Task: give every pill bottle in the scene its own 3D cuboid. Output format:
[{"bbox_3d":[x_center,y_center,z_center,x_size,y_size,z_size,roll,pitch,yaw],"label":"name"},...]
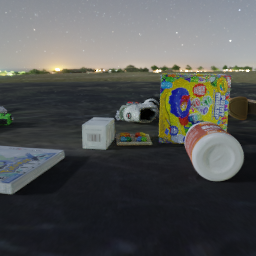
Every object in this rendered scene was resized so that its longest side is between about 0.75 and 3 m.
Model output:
[{"bbox_3d":[1.987,0.448,6.885,1.096,1.096,1.954,1,12,3],"label":"pill bottle"}]

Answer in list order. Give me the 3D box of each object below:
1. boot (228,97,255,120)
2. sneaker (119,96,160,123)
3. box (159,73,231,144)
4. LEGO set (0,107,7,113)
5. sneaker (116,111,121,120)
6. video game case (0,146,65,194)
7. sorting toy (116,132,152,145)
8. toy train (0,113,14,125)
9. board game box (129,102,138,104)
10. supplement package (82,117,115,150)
[{"bbox_3d":[5.109,-1.061,14.255,2.924,1.077,2.262,1,8,-38],"label":"boot"},{"bbox_3d":[0.997,-0.736,12.842,1.260,1.055,2.847,17,27,39],"label":"sneaker"},{"bbox_3d":[2.161,-0.697,9.461,2.157,2.239,1.366,2,12,7],"label":"box"},{"bbox_3d":[-8.282,-1.060,15.785,2.020,0.664,2.704,-8,25,-40],"label":"LEGO set"},{"bbox_3d":[-0.147,-0.666,13.456,0.751,0.491,1.306,5,16,8],"label":"sneaker"},{"bbox_3d":[-3.055,0.897,6.789,2.196,0.265,2.409,3,13,12],"label":"video game case"},{"bbox_3d":[0.181,0.344,9.452,1.147,0.226,1.239,-1,12,-3],"label":"sorting toy"},{"bbox_3d":[-6.178,-0.370,12.317,2.221,0.463,0.626,1,23,4],"label":"toy train"},{"bbox_3d":[0.361,-1.615,18.470,0.943,0.232,1.194,3,13,13],"label":"board game box"},{"bbox_3d":[-0.928,0.143,9.094,0.768,0.771,1.314,2,12,8],"label":"supplement package"}]
